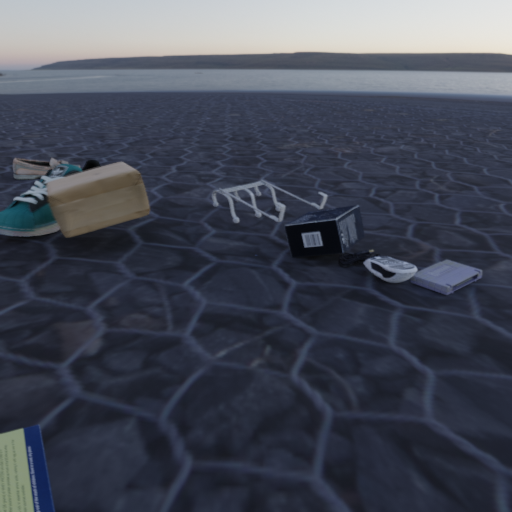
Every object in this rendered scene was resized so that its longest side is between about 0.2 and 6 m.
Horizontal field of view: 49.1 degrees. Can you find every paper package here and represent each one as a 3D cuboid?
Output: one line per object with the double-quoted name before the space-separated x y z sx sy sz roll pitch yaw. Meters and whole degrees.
"paper package" -3.035 -1.106 10.608 1.662 0.902 1.744 -18 20 -16

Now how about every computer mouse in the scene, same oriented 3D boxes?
"computer mouse" 2.048 0.201 9.233 0.784 0.314 1.429 -5 16 -25

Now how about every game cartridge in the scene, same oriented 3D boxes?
"game cartridge" 3.059 0.337 9.024 1.066 0.205 0.691 -17 23 -38

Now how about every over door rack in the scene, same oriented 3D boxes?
"over door rack" 0.251 -1.095 12.087 2.041 0.680 1.508 19 27 40

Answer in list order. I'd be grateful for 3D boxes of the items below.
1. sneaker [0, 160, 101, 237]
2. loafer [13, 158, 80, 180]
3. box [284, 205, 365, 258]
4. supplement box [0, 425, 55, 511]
"sneaker" -4.310 -1.291 11.831 1.084 1.214 3.037 9 23 21
"loafer" -5.988 -2.541 16.050 1.847 0.581 0.664 -7 22 -17
"box" 1.247 -0.448 10.108 1.055 0.654 1.037 -5 16 34
"supplement box" -1.983 1.975 3.728 1.254 0.843 1.255 -10 23 -24
